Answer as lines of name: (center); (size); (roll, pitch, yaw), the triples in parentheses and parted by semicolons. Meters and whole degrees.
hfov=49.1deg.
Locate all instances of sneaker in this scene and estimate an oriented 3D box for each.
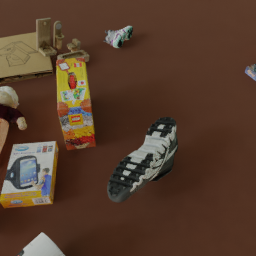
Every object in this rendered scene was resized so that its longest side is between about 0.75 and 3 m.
sneaker: (0.453, 0.786, 5.703); (0.721, 0.981, 2.168); (8, 46, 41)
sneaker: (-0.416, -3.389, 10.058); (0.857, 0.476, 1.226); (23, 50, 20)

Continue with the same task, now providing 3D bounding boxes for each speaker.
speaker: (-1.812, 2.579, 4.080); (0.851, 0.851, 2.095); (33, 55, 27)

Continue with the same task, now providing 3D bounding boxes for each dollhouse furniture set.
dollhouse furniture set: (-2.026, -2.743, 8.847); (1.196, 1.025, 1.258); (-26, 56, -37)

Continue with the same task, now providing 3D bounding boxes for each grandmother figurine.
grandmother figurine: (-3.183, -0.131, 6.816); (1.433, 0.716, 2.364); (5, 48, -9)

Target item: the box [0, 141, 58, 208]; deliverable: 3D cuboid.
box: (-2.072, 0.880, 6.070); (0.983, 0.342, 1.651); (-5, 48, -4)

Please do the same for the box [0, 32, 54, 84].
box: (-3.630, -2.354, 9.219); (2.040, 0.265, 2.496); (-13, 48, -12)

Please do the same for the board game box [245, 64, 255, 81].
board game box: (4.347, -1.528, 8.443); (0.903, 0.231, 1.333); (-18, 49, -17)

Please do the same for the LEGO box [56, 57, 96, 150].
LEGO box: (-1.259, -0.610, 6.774); (0.707, 1.364, 1.832); (-7, 47, -8)
